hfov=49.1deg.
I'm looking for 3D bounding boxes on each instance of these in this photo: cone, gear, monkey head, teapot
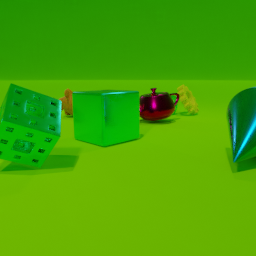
[{"bbox_3d":[2.042,0.198,4.703,1.350,1.350,1.355,10,36,41],"label":"cone"},{"bbox_3d":[2.339,-1.102,10.887,0.223,1.206,1.206,-30,-5,29],"label":"gear"},{"bbox_3d":[-1.997,-0.999,10.348,0.943,1.126,1.565,-11,-32,29],"label":"monkey head"},{"bbox_3d":[0.823,-0.796,9.116,2.038,0.998,1.267,-14,14,-22],"label":"teapot"}]

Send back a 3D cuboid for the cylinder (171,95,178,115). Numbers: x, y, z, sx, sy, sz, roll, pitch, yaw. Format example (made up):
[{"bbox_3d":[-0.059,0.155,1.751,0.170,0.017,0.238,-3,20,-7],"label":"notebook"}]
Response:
[{"bbox_3d":[1.438,-0.914,10.962,0.756,0.756,0.756,8,13,37],"label":"cylinder"}]

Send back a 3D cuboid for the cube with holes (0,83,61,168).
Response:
[{"bbox_3d":[-1.607,-0.019,4.417,0.822,0.822,0.822,19,39,-28],"label":"cube with holes"}]

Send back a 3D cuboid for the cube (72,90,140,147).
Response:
[{"bbox_3d":[-0.512,-0.294,6.602,1.139,1.139,1.139,-11,15,-44],"label":"cube"}]
